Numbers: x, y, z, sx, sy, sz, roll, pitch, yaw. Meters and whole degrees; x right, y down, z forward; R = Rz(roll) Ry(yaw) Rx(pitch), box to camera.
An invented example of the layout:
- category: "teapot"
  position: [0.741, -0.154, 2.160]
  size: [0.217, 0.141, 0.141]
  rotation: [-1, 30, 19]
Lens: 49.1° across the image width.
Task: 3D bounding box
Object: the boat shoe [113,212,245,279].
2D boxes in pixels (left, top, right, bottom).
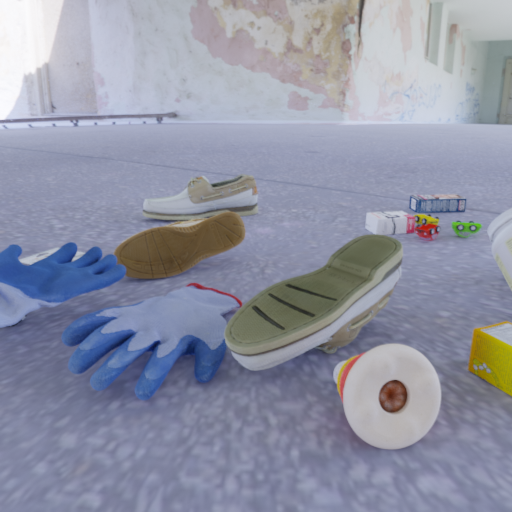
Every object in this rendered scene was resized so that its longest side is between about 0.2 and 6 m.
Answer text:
- category: "boat shoe"
  position: [-1.365, -0.145, 9.796]
  size: [2.413, 0.889, 0.835]
  rotation: [-16, 2, -28]

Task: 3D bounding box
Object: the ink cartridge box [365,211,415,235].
- category: "ink cartridge box"
  position: [2.919, -0.720, 12.238]
  size: [0.881, 0.371, 0.638]
  rotation: [-4, 18, -12]

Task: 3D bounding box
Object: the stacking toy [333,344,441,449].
- category: "stacking toy"
  position: [1.107, 1.268, 5.481]
  size: [0.929, 0.929, 1.271]
  rotation: [-4, -1, -12]

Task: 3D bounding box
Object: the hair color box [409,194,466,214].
- category: "hair color box"
  position: [4.593, -1.327, 14.197]
  size: [1.245, 0.377, 0.623]
  rotation: [-1, 17, -5]

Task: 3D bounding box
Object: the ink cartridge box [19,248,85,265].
- category: "ink cartridge box"
  position: [-3.543, 0.116, 9.822]
  size: [0.832, 0.209, 0.959]
  rotation: [9, 19, 28]

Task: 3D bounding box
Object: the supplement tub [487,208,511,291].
- category: "supplement tub"
  position: [3.829, 0.076, 7.499]
  size: [1.029, 1.029, 1.419]
  rotation: [-5, 58, -17]

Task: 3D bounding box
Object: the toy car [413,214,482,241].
- category: "toy car"
  position: [4.024, -0.562, 11.824]
  size: [1.371, 0.325, 1.457]
  rotation: [4, 18, 12]

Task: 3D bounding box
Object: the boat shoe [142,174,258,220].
- category: "boat shoe"
  position: [-1.341, -1.443, 13.540]
  size: [2.854, 0.976, 1.066]
  rotation: [-7, 19, -21]

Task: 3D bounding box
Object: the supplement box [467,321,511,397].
- category: "supplement box"
  position: [2.820, 1.147, 5.926]
  size: [0.533, 0.536, 0.979]
  rotation: [-7, 19, -24]

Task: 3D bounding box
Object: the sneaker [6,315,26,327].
- category: "sneaker"
  position: [-3.968, 0.599, 7.696]
  size: [1.892, 0.760, 0.817]
  rotation: [22, 59, 32]

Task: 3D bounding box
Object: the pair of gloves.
- category: "pair of gloves"
  position: [-1.954, 0.612, 7.000]
  size: [3.598, 0.410, 2.893]
  rotation: [17, 17, 12]

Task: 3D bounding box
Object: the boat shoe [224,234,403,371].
- category: "boat shoe"
  position: [0.836, 0.697, 6.729]
  size: [2.725, 0.932, 1.018]
  rotation: [-27, 35, -31]
